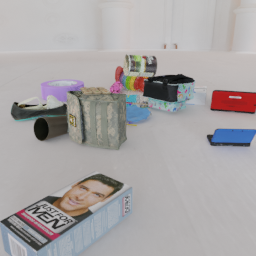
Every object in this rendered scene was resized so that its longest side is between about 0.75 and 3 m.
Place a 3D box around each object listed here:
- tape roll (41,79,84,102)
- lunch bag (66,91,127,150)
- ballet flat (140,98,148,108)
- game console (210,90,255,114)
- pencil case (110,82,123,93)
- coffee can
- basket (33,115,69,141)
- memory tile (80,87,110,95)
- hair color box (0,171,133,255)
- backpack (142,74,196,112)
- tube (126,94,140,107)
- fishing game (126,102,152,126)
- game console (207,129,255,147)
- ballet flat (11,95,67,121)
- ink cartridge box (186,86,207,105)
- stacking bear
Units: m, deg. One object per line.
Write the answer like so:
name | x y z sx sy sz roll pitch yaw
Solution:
tape roll | -3.873 -2.276 16.708 2.521 0.827 2.521 -1 20 0
lunch bag | -1.244 -0.345 10.058 2.237 1.835 1.315 6 21 17
ballet flat | 1.217 -1.467 14.928 1.620 0.583 0.583 -18 27 -39
game console | 5.254 -1.433 13.964 2.102 1.811 1.247 6 48 16
pencil case | -0.693 -2.528 17.642 0.706 0.684 1.508 -27 17 13
coffee can | 0.442 -2.283 10.312 1.072 0.785 0.785 -1 20 -16
basket | -2.775 -0.059 10.726 1.257 0.855 1.133 -15 -9 -46
memory tile | -1.181 -1.340 9.992 0.956 0.105 1.248 -2 16 -17
hair color box | -1.130 1.833 5.790 1.224 0.750 2.472 16 25 36
backpack | 2.181 -1.857 14.090 2.163 1.834 2.437 17 30 38
tube | -0.775 -1.361 14.660 2.780 0.700 1.076 0 13 17
fishing game | 0.214 -0.608 12.946 1.733 0.376 2.421 4 28 12
game console | 3.669 0.202 10.052 1.415 0.837 1.207 2 21 3
ballet flat | -3.875 -0.949 12.900 2.883 0.986 0.980 -9 26 -22
ink cartridge box | 3.837 -1.950 15.964 1.238 0.724 2.134 5 21 14
stacking bear | 0.475 -3.074 18.206 2.398 1.363 1.456 26 26 29
